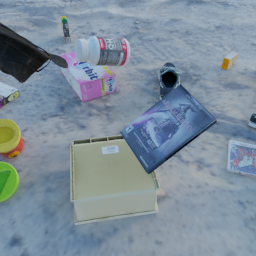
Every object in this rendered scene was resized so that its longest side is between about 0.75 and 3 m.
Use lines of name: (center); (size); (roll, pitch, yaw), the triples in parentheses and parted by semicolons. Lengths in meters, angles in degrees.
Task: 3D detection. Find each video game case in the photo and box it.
video game case: (0.892, -0.017, 6.696); (1.960, 0.186, 1.401); (-39, 53, 5)
video game case: (3.910, 1.002, 9.149); (1.237, 0.156, 1.358); (12, 45, 13)
video game case: (-5.722, -1.318, 11.474); (1.864, 0.334, 1.689); (22, 48, 22)

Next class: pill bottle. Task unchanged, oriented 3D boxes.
pill bottle: (-0.934, -2.778, 10.177); (1.852, 1.025, 1.025); (-6, 41, -29)

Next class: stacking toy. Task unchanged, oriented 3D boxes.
stacking toy: (-4.498, 1.252, 8.646); (2.774, 1.172, 2.511); (-14, 71, -10)

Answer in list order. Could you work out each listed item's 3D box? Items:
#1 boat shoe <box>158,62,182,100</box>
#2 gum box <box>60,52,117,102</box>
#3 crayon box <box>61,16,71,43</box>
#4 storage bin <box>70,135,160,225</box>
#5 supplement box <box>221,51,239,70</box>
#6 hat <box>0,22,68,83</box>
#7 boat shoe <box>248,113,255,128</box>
boat shoe: (1.747, -2.141, 11.982); (1.009, 0.834, 2.696); (8, 44, 8)
gum box: (-1.822, -2.434, 12.219); (1.568, 0.913, 2.762); (-22, 47, -20)
crayon box: (-3.370, -5.334, 15.182); (0.320, 1.097, 0.946); (-10, 45, -11)
storage bin: (-0.468, 1.336, 8.137); (2.321, 1.088, 2.304); (-7, 43, -6)
supplement box: (4.863, -3.211, 13.325); (0.324, 0.556, 0.882); (33, 53, 31)
hat: (-3.124, -1.992, 7.884); (3.007, 1.213, 3.007); (29, 8, -4)
boat shoe: (5.181, -0.131, 10.001); (1.567, 0.535, 0.578); (23, 27, 27)
